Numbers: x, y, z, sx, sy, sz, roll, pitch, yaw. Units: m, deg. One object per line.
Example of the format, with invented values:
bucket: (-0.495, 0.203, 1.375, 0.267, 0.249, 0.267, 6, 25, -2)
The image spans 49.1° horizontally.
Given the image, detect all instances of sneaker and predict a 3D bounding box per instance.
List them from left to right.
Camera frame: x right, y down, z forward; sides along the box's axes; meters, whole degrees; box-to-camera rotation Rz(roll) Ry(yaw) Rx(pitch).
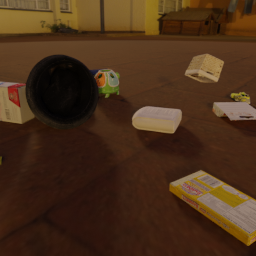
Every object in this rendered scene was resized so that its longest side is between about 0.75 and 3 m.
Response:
sneaker: (5.171, -1.428, 12.808, 0.481, 0.488, 1.276, -7, 22, -14)

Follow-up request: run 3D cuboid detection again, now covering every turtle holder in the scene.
turtle holder: (-0.946, -2.296, 14.019, 1.692, 1.201, 1.285, -12, 24, -27)

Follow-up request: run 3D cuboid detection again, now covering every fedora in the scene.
fedora: (-2.489, -1.204, 10.342, 2.865, 2.865, 1.308, -15, -6, -33)

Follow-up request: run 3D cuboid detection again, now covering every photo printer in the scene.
photo printer: (0.994, -0.328, 9.935, 1.600, 0.556, 1.331, 7, 24, 19)

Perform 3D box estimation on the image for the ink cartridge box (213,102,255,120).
ink cartridge box: (4.232, -0.523, 10.766, 1.403, 0.434, 1.729, -1, 28, -4)

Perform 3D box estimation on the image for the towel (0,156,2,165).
towel: (-3.838, 0.940, 7.397, 0.937, 0.085, 0.403, -8, 22, -19)

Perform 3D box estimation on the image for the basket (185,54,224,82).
basket: (2.531, -1.977, 9.316, 0.776, 0.706, 1.145, 21, 3, -13)

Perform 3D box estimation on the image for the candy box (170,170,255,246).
candy box: (1.892, 1.504, 5.723, 1.025, 0.265, 2.006, -16, 26, -30)

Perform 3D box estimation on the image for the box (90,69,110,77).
box: (-2.392, -3.243, 17.010, 2.292, 0.371, 1.389, -12, 5, -25)

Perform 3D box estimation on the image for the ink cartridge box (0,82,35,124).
ink cartridge box: (-4.603, -1.008, 10.560, 1.867, 1.361, 0.773, 8, 23, 19)
